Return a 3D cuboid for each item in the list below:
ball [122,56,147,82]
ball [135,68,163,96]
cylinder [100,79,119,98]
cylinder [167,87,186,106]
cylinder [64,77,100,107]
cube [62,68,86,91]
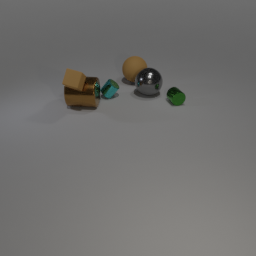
[{"bbox_3d":[0.376,-3.245,15.428,1.400,1.400,1.400,0,31,0],"label":"ball"},{"bbox_3d":[1.040,-2.322,14.080,1.400,1.400,1.400,0,31,0],"label":"ball"},{"bbox_3d":[-0.902,-1.954,13.919,0.700,0.700,0.700,34,28,-21],"label":"cylinder"},{"bbox_3d":[2.304,-1.527,13.450,0.700,0.700,0.700,-9,32,-15],"label":"cylinder"},{"bbox_3d":[-2.094,-1.685,13.011,1.400,1.400,1.400,3,31,5],"label":"cylinder"},{"bbox_3d":[-2.277,-2.043,11.907,0.700,0.700,0.700,16,-1,7],"label":"cube"}]
